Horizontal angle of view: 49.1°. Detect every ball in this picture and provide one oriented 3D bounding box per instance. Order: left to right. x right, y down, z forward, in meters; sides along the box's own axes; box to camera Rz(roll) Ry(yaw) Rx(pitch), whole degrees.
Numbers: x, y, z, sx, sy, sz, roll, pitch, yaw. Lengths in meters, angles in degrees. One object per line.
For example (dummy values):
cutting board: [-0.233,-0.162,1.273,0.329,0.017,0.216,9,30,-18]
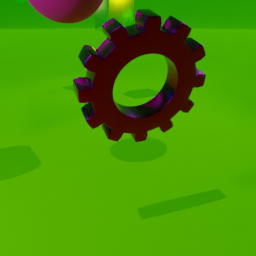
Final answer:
ball: [-0.855,-2.030,3.778,1.169,1.169,1.169,0,21,0]

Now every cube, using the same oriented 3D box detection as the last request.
cube: [-0.414,-3.455,8.567,0.908,0.908,0.908,-1,8,-30]

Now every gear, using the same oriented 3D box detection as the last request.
gear: [0.139,-0.453,2.793,1.314,1.314,0.243,-8,38,-20]

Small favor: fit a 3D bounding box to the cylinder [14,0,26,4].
cylinder: [-3.359,-4.556,8.854,0.862,0.862,0.862,20,62,42]
